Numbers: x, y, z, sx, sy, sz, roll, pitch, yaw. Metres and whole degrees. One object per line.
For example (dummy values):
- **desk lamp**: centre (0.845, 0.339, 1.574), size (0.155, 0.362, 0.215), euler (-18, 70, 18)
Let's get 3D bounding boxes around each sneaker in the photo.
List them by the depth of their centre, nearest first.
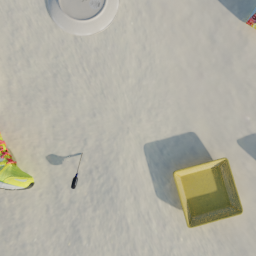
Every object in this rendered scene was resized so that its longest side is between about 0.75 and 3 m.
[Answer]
- **sneaker**: centre (-3.762, 0.728, 7.780), size (2.852, 1.115, 1.288), euler (29, 83, 3)

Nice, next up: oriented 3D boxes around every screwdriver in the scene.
- **screwdriver**: centre (-1.427, 1.225, 8.097), size (0.162, 0.156, 1.117), euler (24, 62, -14)

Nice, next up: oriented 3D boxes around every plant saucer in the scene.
- **plant saucer**: centre (2.237, 1.819, 8.015), size (1.644, 0.398, 1.643), euler (-15, 85, -1)

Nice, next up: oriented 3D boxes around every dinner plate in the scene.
- **dinner plate**: centre (-1.394, -3.967, 8.678), size (2.262, 0.274, 2.262), euler (0, 85, -1)

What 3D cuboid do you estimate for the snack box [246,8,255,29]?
- **snack box**: centre (5.009, -3.431, 8.373), size (2.155, 0.729, 1.817), euler (32, 85, 2)
